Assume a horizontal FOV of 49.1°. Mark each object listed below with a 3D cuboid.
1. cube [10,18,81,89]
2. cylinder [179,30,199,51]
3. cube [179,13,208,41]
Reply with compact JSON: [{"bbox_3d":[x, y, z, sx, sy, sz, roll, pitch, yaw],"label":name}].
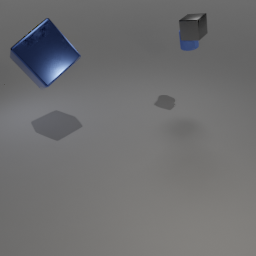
[{"bbox_3d":[-2.529,-2.167,8.481,1.400,1.400,1.400,-46,20,-14],"label":"cube"},{"bbox_3d":[2.325,-3.408,10.670,0.700,0.700,0.700,-9,37,7],"label":"cylinder"},{"bbox_3d":[2.240,-3.453,9.581,0.700,0.700,0.700,13,43,36],"label":"cube"}]
